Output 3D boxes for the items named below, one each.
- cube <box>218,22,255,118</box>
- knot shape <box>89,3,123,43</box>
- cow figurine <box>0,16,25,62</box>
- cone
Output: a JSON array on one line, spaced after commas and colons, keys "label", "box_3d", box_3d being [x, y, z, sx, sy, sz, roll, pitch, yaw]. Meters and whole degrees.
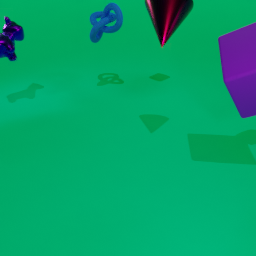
[{"label": "cube", "box_3d": [2.601, -1.158, 5.412, 1.266, 1.266, 1.266, -16, 50, 29]}, {"label": "knot shape", "box_3d": [-0.884, -3.956, 10.356, 1.572, 0.727, 1.471, -37, 41, 19]}, {"label": "cow figurine", "box_3d": [-4.243, -2.935, 9.397, 1.600, 0.878, 1.574, -20, 68, -21]}, {"label": "cone", "box_3d": [0.800, -2.192, 5.980, 1.062, 1.066, 1.062, 9, -12, 2]}]
